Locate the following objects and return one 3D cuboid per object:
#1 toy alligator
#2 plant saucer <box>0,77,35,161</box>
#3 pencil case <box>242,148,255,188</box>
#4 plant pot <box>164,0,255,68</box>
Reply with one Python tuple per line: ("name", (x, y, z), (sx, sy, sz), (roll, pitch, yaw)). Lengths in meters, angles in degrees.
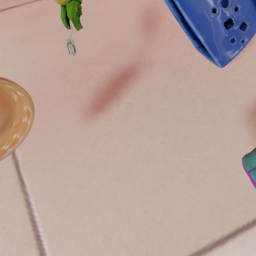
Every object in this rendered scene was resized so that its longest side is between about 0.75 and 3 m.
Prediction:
("toy alligator", (-1.229, -2.741, 6.154), (0.552, 0.762, 2.298), (-13, 87, 11))
("plant saucer", (-2.599, -0.039, 4.714), (2.073, 2.073, 0.388), (-37, 64, -20))
("pencil case", (3.527, 0.295, 4.974), (2.825, 1.202, 1.305), (-39, 87, 17))
("plant pot", (2.410, -3.317, 7.441), (2.084, 2.318, 2.318), (-36, 24, 16))
